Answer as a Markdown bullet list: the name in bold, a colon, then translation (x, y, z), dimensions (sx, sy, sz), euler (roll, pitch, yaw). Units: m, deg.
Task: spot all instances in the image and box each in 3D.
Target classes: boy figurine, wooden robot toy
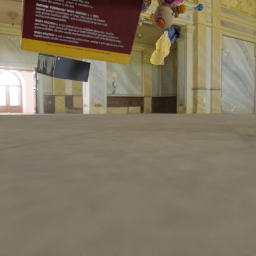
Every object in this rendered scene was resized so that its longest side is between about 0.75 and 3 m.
- **boy figurine**: translation (1.179, -2.612, 8.834), dimensions (0.478, 1.485, 0.923), euler (22, -24, 20)
- **wooden robot toy**: translation (0.908, -3.433, 8.078), dimensions (2.902, 1.278, 1.317), euler (-4, 45, 35)

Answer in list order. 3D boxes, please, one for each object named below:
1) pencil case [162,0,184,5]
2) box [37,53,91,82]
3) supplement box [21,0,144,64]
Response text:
- **pencil case**: translation (1.212, -3.232, 5.510), dimensions (0.937, 0.908, 2.001), euler (45, -14, -9)
- **box**: translation (-2.292, -2.147, 9.961), dimensions (1.410, 0.734, 1.284), euler (0, 15, -43)
- **supplement box**: translation (-1.113, -3.201, 6.672), dimensions (2.592, 2.628, 1.745), euler (3, 30, -22)
